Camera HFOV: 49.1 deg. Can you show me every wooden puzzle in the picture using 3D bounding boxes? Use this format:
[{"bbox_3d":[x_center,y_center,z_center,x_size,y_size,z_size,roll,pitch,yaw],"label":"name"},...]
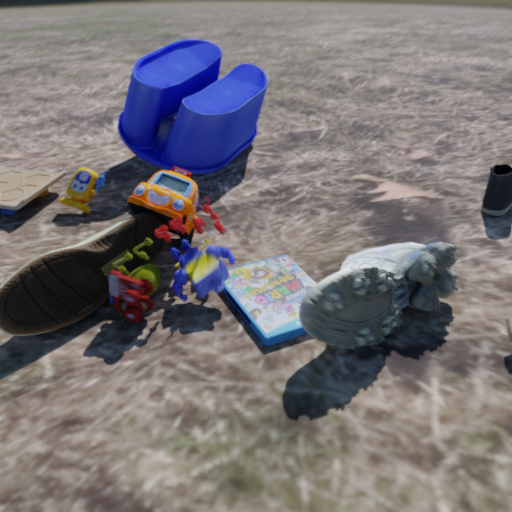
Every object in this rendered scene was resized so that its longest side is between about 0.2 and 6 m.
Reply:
[{"bbox_3d":[-5.695,-1.479,12.946,2.071,0.479,1.918,3,30,15],"label":"wooden puzzle"}]

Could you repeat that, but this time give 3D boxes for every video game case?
[{"bbox_3d":[0.357,0.677,9.563,1.489,0.185,2.081,-14,34,-22],"label":"video game case"}]

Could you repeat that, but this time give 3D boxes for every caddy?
[{"bbox_3d":[-1.677,-3.903,15.188,3.186,2.365,4.507,30,43,9],"label":"caddy"}]

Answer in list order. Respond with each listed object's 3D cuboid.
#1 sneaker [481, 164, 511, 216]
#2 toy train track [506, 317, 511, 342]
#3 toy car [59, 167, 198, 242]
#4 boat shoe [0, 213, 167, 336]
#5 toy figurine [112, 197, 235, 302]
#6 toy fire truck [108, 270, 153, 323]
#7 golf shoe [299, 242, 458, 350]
[{"bbox_3d":[5.684,-1.710,12.739,0.714,1.013,1.908,16,34,25],"label":"sneaker"},{"bbox_3d":[5.222,1.199,8.227,2.925,0.476,1.678,1,52,9],"label":"toy train track"},{"bbox_3d":[-2.674,-1.401,11.188,3.827,1.877,1.273,18,80,23],"label":"toy car"},{"bbox_3d":[-3.021,0.330,9.512,1.256,1.182,3.299,-8,18,45],"label":"boat shoe"},{"bbox_3d":[-1.102,0.203,9.303,2.146,1.132,1.286,-36,58,-21],"label":"toy figurine"},{"bbox_3d":[-2.055,0.659,8.954,0.677,0.806,0.452,19,34,19],"label":"toy fire truck"},{"bbox_3d":[1.760,0.538,9.132,3.243,1.270,1.577,-14,18,-33],"label":"golf shoe"}]
